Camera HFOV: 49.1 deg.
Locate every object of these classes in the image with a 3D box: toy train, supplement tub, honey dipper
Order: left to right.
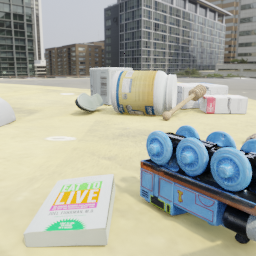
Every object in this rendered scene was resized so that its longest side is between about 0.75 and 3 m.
[{"bbox_3d":[0.617,-1.299,10.392,2.242,1.622,1.622,4,13,16],"label":"supplement tub"},{"bbox_3d":[2.030,-0.933,10.065,0.507,0.507,2.670,10,31,39],"label":"honey dipper"},{"bbox_3d":[0.863,0.568,3.164,0.775,1.021,1.787,-10,15,-37],"label":"toy train"}]

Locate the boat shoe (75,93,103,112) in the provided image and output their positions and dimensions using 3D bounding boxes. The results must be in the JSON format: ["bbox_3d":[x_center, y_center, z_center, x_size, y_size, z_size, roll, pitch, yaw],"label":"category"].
[{"bbox_3d":[-1.581,-0.919,10.818,0.604,0.757,2.001,-24,-4,18],"label":"boat shoe"}]

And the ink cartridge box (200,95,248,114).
[{"bbox_3d":[3.725,-0.946,11.019,1.560,0.661,1.136,-1,12,2],"label":"ink cartridge box"}]

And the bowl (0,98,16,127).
[{"bbox_3d":[-4.914,-0.484,8.500,2.294,0.857,2.297,1,14,9],"label":"bowl"}]

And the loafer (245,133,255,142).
[{"bbox_3d":[2.997,0.217,6.577,0.843,0.265,0.303,-11,16,-41],"label":"loafer"}]

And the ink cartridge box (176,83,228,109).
[{"bbox_3d":[3.009,-1.509,12.698,2.347,1.008,1.719,-6,15,-21],"label":"ink cartridge box"}]

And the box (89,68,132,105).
[{"bbox_3d":[-0.836,-2.083,13.724,1.481,1.720,1.729,-10,16,-38],"label":"box"}]

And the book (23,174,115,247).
[{"bbox_3d":[-0.598,0.945,3.324,0.819,0.295,1.226,-3,14,2],"label":"book"}]
